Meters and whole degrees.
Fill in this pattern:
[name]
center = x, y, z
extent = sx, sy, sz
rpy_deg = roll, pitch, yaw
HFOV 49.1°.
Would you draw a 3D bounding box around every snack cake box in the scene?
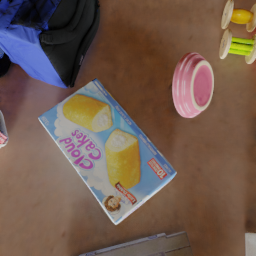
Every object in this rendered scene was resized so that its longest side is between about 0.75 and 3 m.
[snack cake box]
center = -0.500, 0.498, 6.362
extent = 1.647, 0.962, 2.863
rpy_deg = -37, 74, -13

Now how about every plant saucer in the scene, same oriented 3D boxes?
[plant saucer]
center = 1.356, -0.844, 5.581
extent = 0.331, 1.306, 1.306
rpy_deg = 9, 67, 39

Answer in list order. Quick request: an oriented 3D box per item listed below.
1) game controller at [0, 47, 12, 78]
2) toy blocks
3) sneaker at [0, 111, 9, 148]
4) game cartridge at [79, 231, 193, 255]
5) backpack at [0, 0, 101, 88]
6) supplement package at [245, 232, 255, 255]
[game controller]
center = -3.545, -2.496, 7.531
extent = 1.222, 0.493, 2.342
rpy_deg = 22, 69, -25
[toy blocks]
center = 3.663, -2.510, 7.512
extent = 2.155, 0.783, 1.796
rpy_deg = 9, 70, 3
[sneaker]
center = -3.557, 0.557, 6.339
extent = 1.322, 0.952, 2.530
rpy_deg = 1, 67, 6
[game cartridge]
center = 0.087, 3.291, 5.668
extent = 2.789, 0.535, 1.808
rpy_deg = -13, 67, -4
[backpack]
center = -1.965, -2.742, 6.902
extent = 2.176, 2.107, 2.593
rpy_deg = 21, 73, 10
[supplement package]
center = 3.400, 3.311, 4.821
extent = 1.986, 2.001, 2.637
rpy_deg = 6, 71, 2
